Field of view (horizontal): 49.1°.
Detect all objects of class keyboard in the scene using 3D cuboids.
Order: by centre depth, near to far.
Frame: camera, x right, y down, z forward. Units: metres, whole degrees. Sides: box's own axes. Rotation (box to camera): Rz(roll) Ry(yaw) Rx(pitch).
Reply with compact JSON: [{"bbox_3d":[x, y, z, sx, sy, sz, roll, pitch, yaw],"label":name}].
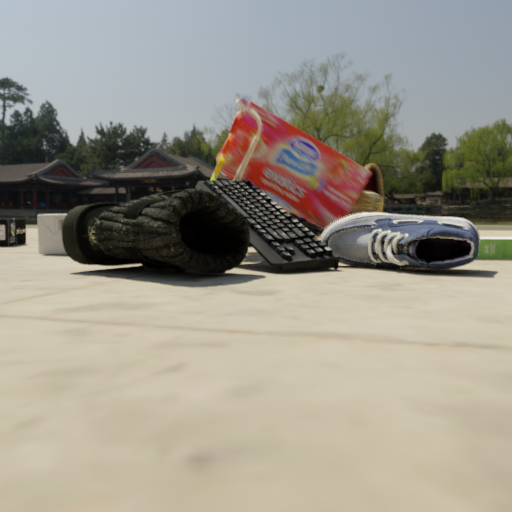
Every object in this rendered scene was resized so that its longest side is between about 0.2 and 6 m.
[{"bbox_3d":[0.258,-0.541,8.253,1.498,0.320,2.494,0,31,-35],"label":"keyboard"}]

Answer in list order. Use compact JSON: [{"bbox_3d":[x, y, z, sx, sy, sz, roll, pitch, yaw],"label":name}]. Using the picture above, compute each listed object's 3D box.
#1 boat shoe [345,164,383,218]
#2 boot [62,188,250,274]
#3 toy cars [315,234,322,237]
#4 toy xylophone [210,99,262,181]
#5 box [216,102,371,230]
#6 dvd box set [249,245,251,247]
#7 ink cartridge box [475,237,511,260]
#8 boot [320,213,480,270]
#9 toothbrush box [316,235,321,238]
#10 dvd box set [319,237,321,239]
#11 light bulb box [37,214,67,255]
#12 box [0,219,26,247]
[{"bbox_3d":[2.378,-1.146,12.080,0.746,2.015,0.669,12,-33,-12],"label":"boat shoe"},{"bbox_3d":[-0.888,-0.378,7.697,2.177,1.096,2.912,-3,9,35],"label":"boot"},{"bbox_3d":[1.571,-0.482,13.980,1.266,0.280,0.568,-16,-8,-10],"label":"toy cars"},{"bbox_3d":[-0.488,-1.615,9.951,0.610,2.427,1.777,23,7,-6],"label":"toy xylophone"},{"bbox_3d":[0.703,-1.745,11.501,2.820,1.406,1.346,30,-3,-2],"label":"box"},{"bbox_3d":[0.454,-0.733,13.981,1.543,0.310,2.109,1,23,13],"label":"dvd box set"},{"bbox_3d":[3.899,-0.133,9.644,1.251,0.371,0.650,0,4,6],"label":"ink cartridge box"},{"bbox_3d":[1.854,-0.188,7.560,2.187,0.796,0.988,-4,8,21],"label":"boot"},{"bbox_3d":[1.492,-0.690,15.524,1.118,0.661,1.536,0,6,11],"label":"toothbrush box"},{"bbox_3d":[2.009,-0.343,13.736,1.059,0.213,1.448,0,4,14],"label":"dvd box set"},{"bbox_3d":[-3.337,-0.424,10.890,1.232,0.776,1.243,2,4,20],"label":"light bulb box"},{"bbox_3d":[-6.668,-0.583,13.778,1.587,0.683,1.299,0,3,-4],"label":"box"}]
